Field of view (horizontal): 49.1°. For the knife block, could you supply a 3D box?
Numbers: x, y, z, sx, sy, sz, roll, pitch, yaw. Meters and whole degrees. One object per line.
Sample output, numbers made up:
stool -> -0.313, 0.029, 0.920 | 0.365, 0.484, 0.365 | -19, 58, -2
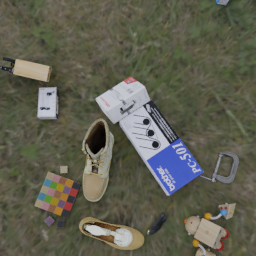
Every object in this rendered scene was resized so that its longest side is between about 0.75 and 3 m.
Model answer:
knife block -> -3.504, -1.992, 9.432 | 1.441, 1.641, 0.525 | 8, 97, -34

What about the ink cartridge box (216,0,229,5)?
ink cartridge box -> 3.694, -5.390, 10.677 | 0.449, 0.766, 1.046 | 3, 76, -6

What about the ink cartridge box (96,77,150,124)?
ink cartridge box -> -0.186, -0.952, 9.388 | 1.484, 0.615, 1.089 | -33, 38, -7

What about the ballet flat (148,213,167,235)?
ballet flat -> 0.921, 3.048, 8.858 | 0.825, 0.234, 0.274 | -44, 123, -9

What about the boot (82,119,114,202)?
boot -> -0.972, 1.024, 8.503 | 0.851, 1.826, 2.361 | 11, 76, 3

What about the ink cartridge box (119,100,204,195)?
ink cartridge box -> 1.038, 0.623, 9.223 | 1.356, 0.638, 2.886 | -32, 78, -7

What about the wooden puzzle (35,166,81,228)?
wooden puzzle -> -2.275, 2.173, 9.084 | 1.152, 0.136, 1.942 | 19, 77, 5

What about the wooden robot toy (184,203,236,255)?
wooden robot toy -> 2.248, 3.262, 8.568 | 1.199, 1.164, 2.642 | 19, 74, 41

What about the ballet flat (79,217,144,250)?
ballet flat -> -0.517, 3.268, 8.538 | 2.076, 0.654, 0.713 | 13, 76, 3

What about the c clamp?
c clamp -> 3.113, 1.293, 9.298 | 1.037, 0.164, 1.214 | 26, 77, 6

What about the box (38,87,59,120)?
box -> -2.777, -0.854, 9.764 | 0.632, 0.326, 1.084 | -3, 75, -1
